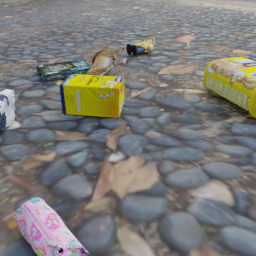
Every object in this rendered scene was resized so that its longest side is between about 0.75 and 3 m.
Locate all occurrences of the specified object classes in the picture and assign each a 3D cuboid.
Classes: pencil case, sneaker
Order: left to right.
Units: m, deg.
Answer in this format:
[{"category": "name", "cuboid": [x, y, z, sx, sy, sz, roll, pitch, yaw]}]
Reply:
[{"category": "sneaker", "cuboid": [-4.211, -0.322, 7.623, 1.734, 1.064, 2.665, 6, 40, -7]}, {"category": "pencil case", "cuboid": [-1.294, 1.756, 4.570, 0.648, 0.648, 1.483, -23, 37, -34]}]

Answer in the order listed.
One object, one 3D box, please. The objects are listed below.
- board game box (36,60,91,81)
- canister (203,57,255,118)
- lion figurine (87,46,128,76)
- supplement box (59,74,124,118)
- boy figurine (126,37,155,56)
[{"category": "board game box", "cuboid": [-2.736, -2.520, 12.132, 2.101, 0.296, 1.421, -15, 34, -24]}, {"category": "canister", "cuboid": [4.195, -1.463, 9.465, 2.115, 1.233, 2.848, -12, 31, -19]}, {"category": "lion figurine", "cuboid": [-1.055, -2.385, 11.193, 1.758, 1.040, 2.870, -7, 32, 26]}, {"category": "supplement box", "cuboid": [-1.094, -1.045, 8.920, 1.847, 1.012, 1.005, 4, 31, 6]}, {"category": "boy figurine", "cuboid": [0.849, -4.344, 14.909, 1.243, 0.644, 1.999, 22, 39, 37]}]
